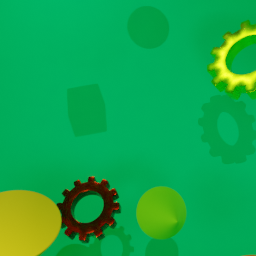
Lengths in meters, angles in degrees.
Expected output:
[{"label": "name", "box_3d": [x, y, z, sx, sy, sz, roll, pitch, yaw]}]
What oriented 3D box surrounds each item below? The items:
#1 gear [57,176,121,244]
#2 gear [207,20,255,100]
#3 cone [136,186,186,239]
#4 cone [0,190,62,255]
[{"label": "gear", "box_3d": [-0.733, 1.493, 5.214, 1.187, 0.219, 1.187, -6, 52, 7]}, {"label": "gear", "box_3d": [2.673, -1.522, 6.120, 1.849, 0.342, 1.849, -21, 55, 35]}, {"label": "cone", "box_3d": [0.671, 1.468, 4.636, 0.931, 0.935, 0.931, 1, 81, -8]}, {"label": "cone", "box_3d": [-1.841, 2.023, 4.498, 1.428, 1.428, 1.433, 12, 117, 2]}]
